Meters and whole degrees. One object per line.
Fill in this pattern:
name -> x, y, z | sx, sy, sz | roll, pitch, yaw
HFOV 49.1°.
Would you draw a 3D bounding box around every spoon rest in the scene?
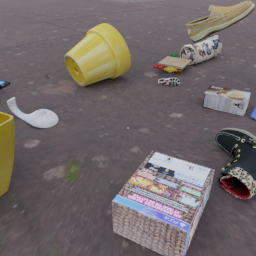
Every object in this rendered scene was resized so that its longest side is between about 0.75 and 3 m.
spoon rest -> -2.706, -0.381, 7.981 | 1.542, 0.467, 0.766 | 24, 38, 12

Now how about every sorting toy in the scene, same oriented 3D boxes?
sorting toy -> 1.866, -2.541, 11.470 | 1.036, 0.363, 2.148 | 16, 34, 25

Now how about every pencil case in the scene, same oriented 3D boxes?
pencil case -> 3.225, -3.430, 12.353 | 2.145, 0.960, 0.835 | -25, 26, -34

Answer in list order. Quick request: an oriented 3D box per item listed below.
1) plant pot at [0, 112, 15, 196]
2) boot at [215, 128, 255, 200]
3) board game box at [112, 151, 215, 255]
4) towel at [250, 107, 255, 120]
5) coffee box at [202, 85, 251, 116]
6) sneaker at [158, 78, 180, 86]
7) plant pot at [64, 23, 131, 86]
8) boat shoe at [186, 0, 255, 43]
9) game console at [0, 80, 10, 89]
plant pot -> -3.204, 0.676, 4.997 | 1.842, 1.624, 1.841 | 16, 35, 24
boot -> 2.302, 0.674, 5.953 | 1.363, 0.651, 1.804 | -22, 37, -28
board game box -> 0.651, 1.251, 4.879 | 1.245, 0.756, 1.561 | 16, 35, 25
towel -> 4.306, -0.336, 8.065 | 1.334, 0.159, 0.966 | 20, 37, 29
coffee box -> 3.011, -0.863, 8.592 | 1.246, 0.497, 0.712 | 16, 35, 25
sneaker -> 1.502, -1.725, 10.208 | 0.789, 0.318, 0.329 | 7, 26, 12
plant pot -> -1.196, -2.483, 10.128 | 1.830, 1.945, 1.945 | -36, 44, -22
boat shoe -> 2.609, -3.260, 8.223 | 2.000, 0.762, 0.717 | -20, 22, 38
game console -> -4.810, -1.726, 10.013 | 0.847, 0.501, 0.723 | 12, 34, 17
